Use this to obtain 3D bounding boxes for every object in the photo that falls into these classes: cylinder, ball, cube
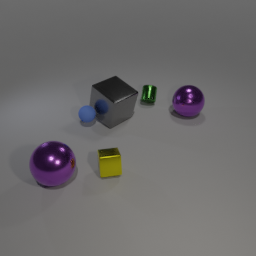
[{"bbox_3d":[0.997,-1.600,13.253,0.700,0.700,0.700,8,-10,1],"label":"cylinder"},{"bbox_3d":[-1.679,-0.576,11.470,0.700,0.700,0.700,0,33,0],"label":"ball"},{"bbox_3d":[-0.631,-1.111,11.791,1.400,1.400,1.400,39,48,24],"label":"cube"},{"bbox_3d":[-2.313,1.090,8.648,1.400,1.400,1.400,0,33,0],"label":"ball"},{"bbox_3d":[2.631,-1.175,12.224,1.400,1.400,1.400,0,33,0],"label":"ball"},{"bbox_3d":[-0.603,1.109,9.128,0.700,0.700,0.700,-6,18,-9],"label":"cube"}]
